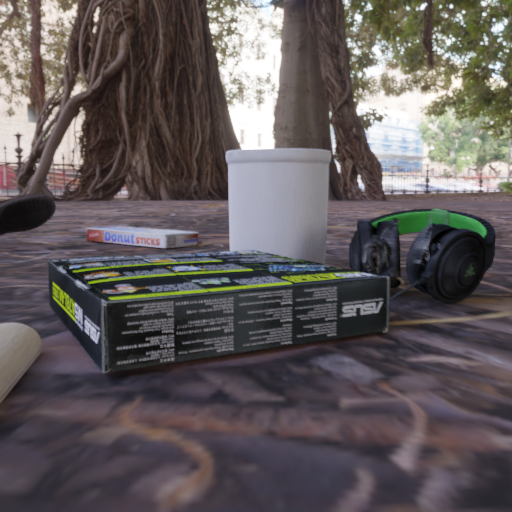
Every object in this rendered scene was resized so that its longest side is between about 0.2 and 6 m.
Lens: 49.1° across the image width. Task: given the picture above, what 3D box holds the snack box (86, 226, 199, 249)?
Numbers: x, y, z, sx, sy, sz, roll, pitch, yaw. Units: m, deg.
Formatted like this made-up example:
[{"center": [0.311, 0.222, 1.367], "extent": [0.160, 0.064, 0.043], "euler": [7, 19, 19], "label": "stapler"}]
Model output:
[{"center": [-2.609, -0.441, 12.605], "extent": [2.746, 0.334, 0.987], "euler": [6, 9, 38], "label": "snack box"}]

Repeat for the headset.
[{"center": [1.741, -0.118, 6.296], "extent": [1.581, 1.203, 2.560], "euler": [8, 29, 31], "label": "headset"}]

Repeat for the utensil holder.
[{"center": [0.325, -0.636, 8.290], "extent": [1.530, 1.800, 1.530], "euler": [0, 8, 0], "label": "utensil holder"}]

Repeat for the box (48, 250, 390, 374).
[{"center": [-0.490, 0.356, 5.312], "extent": [2.527, 0.600, 2.440], "euler": [-3, 10, -29], "label": "box"}]

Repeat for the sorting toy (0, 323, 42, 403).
[{"center": [-2.598, 0.692, 3.311], "extent": [2.165, 0.395, 2.004], "euler": [-1, 7, -8], "label": "sorting toy"}]

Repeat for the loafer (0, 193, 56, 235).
[{"center": [-5.441, -0.918, 12.117], "extent": [2.119, 0.774, 0.752], "euler": [-19, 38, -12], "label": "loafer"}]
